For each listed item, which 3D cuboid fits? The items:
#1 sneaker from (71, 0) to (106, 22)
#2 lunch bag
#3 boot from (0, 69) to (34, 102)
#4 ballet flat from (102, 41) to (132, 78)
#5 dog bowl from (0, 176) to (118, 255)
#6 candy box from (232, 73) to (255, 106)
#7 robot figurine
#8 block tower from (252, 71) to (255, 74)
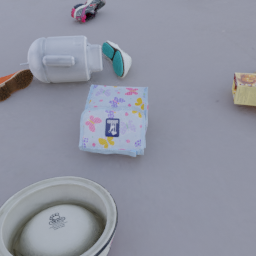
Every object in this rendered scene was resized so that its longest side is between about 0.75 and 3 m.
[{"bbox_3d":[-2.044,-6.478,15.470,0.880,0.950,2.356,38,59,13],"label":"sneaker"},{"bbox_3d":[-0.339,-0.208,8.255,1.872,1.403,2.207,4,49,6],"label":"lunch bag"},{"bbox_3d":[-4.448,-1.747,10.455,0.985,0.689,1.837,23,48,30],"label":"boot"},{"bbox_3d":[-0.323,-2.918,11.675,0.883,0.883,2.544,-15,44,-16],"label":"ballet flat"},{"bbox_3d":[-1.424,2.130,5.760,2.480,0.915,2.480,-1,31,1],"label":"dog bowl"},{"bbox_3d":[4.973,-1.272,9.497,2.620,0.724,1.512,6,29,14],"label":"candy box"},{"bbox_3d":[-2.428,-2.573,10.548,2.951,1.666,2.503,-4,13,-3],"label":"robot figurine"},{"bbox_3d":[5.157,-2.006,10.856,1.655,0.478,0.447,-33,52,-29],"label":"block tower"}]
